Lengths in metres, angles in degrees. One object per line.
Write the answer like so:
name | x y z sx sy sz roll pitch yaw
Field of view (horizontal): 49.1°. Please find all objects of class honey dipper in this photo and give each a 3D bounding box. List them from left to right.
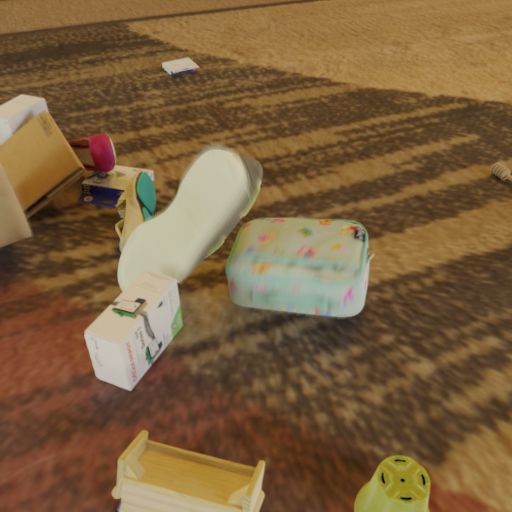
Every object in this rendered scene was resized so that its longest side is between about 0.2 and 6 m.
honey dipper | 4.908 -1.323 10.430 0.240 0.240 1.266 -18 46 -20

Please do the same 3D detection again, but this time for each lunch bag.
lunch bag | 0.647 0.127 8.023 2.036 0.785 1.633 3 33 14

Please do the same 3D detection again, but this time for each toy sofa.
toy sofa | -0.676 2.386 5.729 1.459 0.712 0.604 10 16 12

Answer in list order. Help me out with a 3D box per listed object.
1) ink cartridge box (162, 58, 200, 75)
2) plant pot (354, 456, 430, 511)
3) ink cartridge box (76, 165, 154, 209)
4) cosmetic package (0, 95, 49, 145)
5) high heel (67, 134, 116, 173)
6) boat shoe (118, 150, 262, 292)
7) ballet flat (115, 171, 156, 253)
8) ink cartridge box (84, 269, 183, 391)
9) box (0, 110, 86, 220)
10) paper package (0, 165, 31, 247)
ink cartridge box | -1.996 -5.012 14.911 0.771 0.170 0.785 -19 45 -22
plant pot | 1.401 2.385 5.539 0.772 0.710 0.772 1 39 0
ink cartridge box | -2.615 -1.305 10.377 1.112 0.226 1.115 9 40 11
cosmetic package | -4.666 -2.494 11.161 0.641 1.039 1.043 13 41 19
high heel | -3.301 -1.863 10.302 1.013 0.711 2.111 -15 22 -29
boat shoe | -0.925 -0.338 7.701 0.977 2.733 0.817 52 29 14
ballet flat | -2.048 -0.711 9.389 0.703 0.703 2.024 -6 41 -8
ink cartridge box | -1.512 0.932 7.130 0.530 0.919 1.258 16 43 20
box | -4.075 -1.584 10.034 1.647 0.214 2.015 -39 55 -1
paper package | -4.381 -1.185 8.416 0.978 1.890 1.802 -29 42 -25
